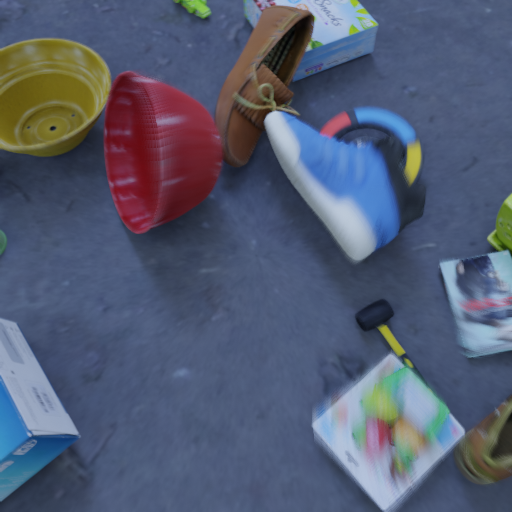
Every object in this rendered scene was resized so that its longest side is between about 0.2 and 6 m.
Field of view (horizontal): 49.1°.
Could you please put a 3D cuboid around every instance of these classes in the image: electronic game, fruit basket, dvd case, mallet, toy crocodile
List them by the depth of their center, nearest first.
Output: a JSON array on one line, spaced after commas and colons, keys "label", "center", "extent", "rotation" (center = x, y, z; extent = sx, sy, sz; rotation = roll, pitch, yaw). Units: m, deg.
[{"label": "fruit basket", "center": [1.876, 2.437, 7.957], "extent": [1.611, 0.755, 1.492], "rotation": [-35, 66, -16]}, {"label": "mallet", "center": [2.334, 1.462, 8.875], "extent": [0.582, 0.364, 1.767], "rotation": [-36, 71, -11]}, {"label": "dvd case", "center": [3.811, 0.764, 9.174], "extent": [1.191, 0.180, 1.632], "rotation": [-11, 66, 5]}, {"label": "electronic game", "center": [2.040, -1.846, 10.418], "extent": [2.107, 0.438, 2.107], "rotation": [-2, 70, 6]}, {"label": "toy crocodile", "center": [-1.527, -5.806, 12.812], "extent": [1.233, 0.381, 0.416], "rotation": [41, 68, 15]}]

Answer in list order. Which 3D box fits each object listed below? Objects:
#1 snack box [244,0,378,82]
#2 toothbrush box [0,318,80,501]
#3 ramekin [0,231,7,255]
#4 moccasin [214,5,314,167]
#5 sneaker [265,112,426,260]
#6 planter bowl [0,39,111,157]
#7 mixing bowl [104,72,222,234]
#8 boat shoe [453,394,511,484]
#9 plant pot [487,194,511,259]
[{"label": "snack box", "center": [1.127, -5.125, 12.148], "extent": [2.018, 0.810, 2.393], "rotation": [-23, 65, -11]}, {"label": "toothbrush box", "center": [-4.205, 2.437, 7.422], "extent": [2.886, 1.231, 2.113], "rotation": [-39, 67, -3]}, {"label": "ramekin", "center": [-4.764, -0.265, 9.779], "extent": [0.695, 0.339, 0.695], "rotation": [0, 61, 0]}, {"label": "moccasin", "center": [0.204, -3.159, 10.501], "extent": [1.243, 1.178, 3.220], "rotation": [19, 77, 39]}, {"label": "sneaker", "center": [1.576, -1.604, 9.668], "extent": [1.782, 1.230, 3.203], "rotation": [-32, 62, -3]}, {"label": "planter bowl", "center": [-4.029, -2.753, 10.666], "extent": [2.764, 1.151, 2.764], "rotation": [0, 61, 0]}, {"label": "mixing bowl", "center": [-1.508, -1.770, 9.609], "extent": [1.432, 2.644, 2.644], "rotation": [-10, 59, -31]}, {"label": "boat shoe", "center": [4.149, 2.282, 8.026], "extent": [2.819, 0.958, 1.014], "rotation": [-34, 68, -18]}, {"label": "plant pot", "center": [4.908, -0.441, 9.265], "extent": [1.552, 1.415, 1.560], "rotation": [-36, 67, -17]}]
